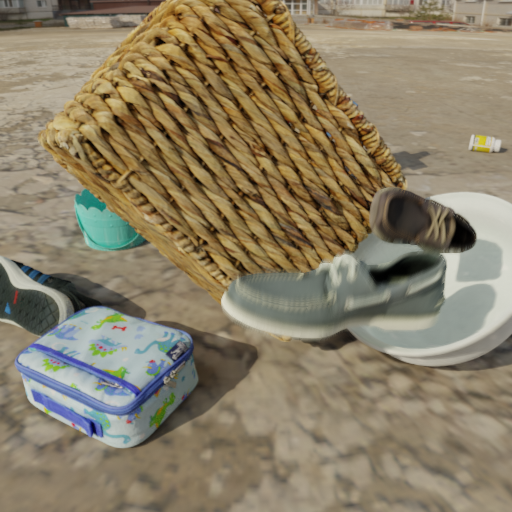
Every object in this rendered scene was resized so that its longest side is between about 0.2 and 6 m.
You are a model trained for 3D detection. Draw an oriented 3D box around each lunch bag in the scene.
[{"bbox_3d":[-1.788,1.388,6.767,1.918,0.791,1.542,15,34,29],"label":"lunch bag"}]

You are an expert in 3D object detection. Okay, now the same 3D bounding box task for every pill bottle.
[{"bbox_3d":[6.455,-3.148,15.808,0.790,0.444,0.444,12,30,16],"label":"pill bottle"}]

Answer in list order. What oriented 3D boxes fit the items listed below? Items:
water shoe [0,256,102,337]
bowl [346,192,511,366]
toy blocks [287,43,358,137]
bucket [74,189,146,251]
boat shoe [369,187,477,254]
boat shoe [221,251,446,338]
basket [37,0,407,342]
[{"bbox_3d":[-3.267,0.657,8.375,2.432,0.870,0.960,23,8,38],"label":"water shoe"},{"bbox_3d":[2.499,0.482,7.483,2.649,1.191,2.649,-25,37,21],"label":"bowl"},{"bbox_3d":[0.925,-2.982,12.289,1.858,2.719,1.358,32,16,-23],"label":"toy blocks"},{"bbox_3d":[-2.714,-0.744,10.692,1.399,0.910,1.399,-1,28,0],"label":"bucket"},{"bbox_3d":[1.996,-0.407,6.495,1.775,0.661,0.651,9,-2,-43],"label":"boat shoe"},{"bbox_3d":[0.930,0.291,6.049,2.674,0.826,0.974,2,27,-23],"label":"boat shoe"},{"bbox_3d":[-0.446,-1.249,7.545,2.884,3.871,2.763,-52,26,-10],"label":"basket"}]
